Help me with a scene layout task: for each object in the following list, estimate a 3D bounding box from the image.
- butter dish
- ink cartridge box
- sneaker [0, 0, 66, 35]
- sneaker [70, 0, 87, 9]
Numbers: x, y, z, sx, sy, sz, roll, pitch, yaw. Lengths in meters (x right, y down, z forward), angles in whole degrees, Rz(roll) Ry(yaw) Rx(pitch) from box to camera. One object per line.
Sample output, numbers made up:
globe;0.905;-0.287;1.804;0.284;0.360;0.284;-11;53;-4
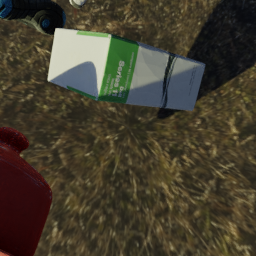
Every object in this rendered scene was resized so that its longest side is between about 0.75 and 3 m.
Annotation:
butter dish;-2.357;0.876;4.553;2.698;2.705;2.000;42;59;-26
ink cartridge box;0.014;-1.114;5.604;1.873;2.555;1.061;25;107;47
sneaker;-2.405;-2.864;6.638;0.903;2.204;0.807;37;109;26
sneaker;-1.048;-3.492;6.846;0.446;0.484;1.210;27;79;-27
